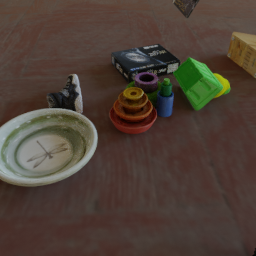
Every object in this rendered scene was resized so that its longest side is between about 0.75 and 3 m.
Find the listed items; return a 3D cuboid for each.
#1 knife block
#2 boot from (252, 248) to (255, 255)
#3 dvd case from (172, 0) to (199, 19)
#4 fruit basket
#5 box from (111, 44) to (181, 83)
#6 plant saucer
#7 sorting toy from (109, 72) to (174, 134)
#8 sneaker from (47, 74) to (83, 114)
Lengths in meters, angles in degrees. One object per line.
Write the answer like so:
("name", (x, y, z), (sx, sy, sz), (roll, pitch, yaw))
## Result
("knife block", (5.547, -2.688, 10.340), (2.586, 0.942, 2.946), (-10, 41, -13))
("boot", (2.434, 2.900, 3.705), (2.242, 1.013, 2.736), (30, 41, 28))
("dvd case", (1.659, -3.661, 7.857), (0.083, 0.769, 1.035), (9, 42, -31))
("fruit basket", (2.400, -1.326, 8.854), (1.710, 1.233, 1.710), (38, 24, -20))
("box", (0.628, -2.451, 10.429), (2.091, 0.455, 1.675), (-15, 43, -17))
("plant saucer", (-2.014, 0.508, 6.802), (2.569, 0.645, 2.569), (1, 40, 0))
("sorting toy", (0.503, -1.018, 8.207), (1.674, 1.143, 2.785), (10, 41, 12))
("sneaker", (-1.981, -1.066, 8.616), (1.021, 0.677, 1.794), (-7, 43, -12))
